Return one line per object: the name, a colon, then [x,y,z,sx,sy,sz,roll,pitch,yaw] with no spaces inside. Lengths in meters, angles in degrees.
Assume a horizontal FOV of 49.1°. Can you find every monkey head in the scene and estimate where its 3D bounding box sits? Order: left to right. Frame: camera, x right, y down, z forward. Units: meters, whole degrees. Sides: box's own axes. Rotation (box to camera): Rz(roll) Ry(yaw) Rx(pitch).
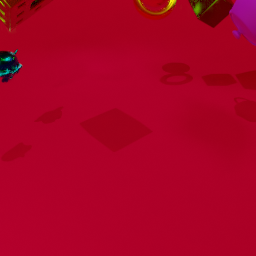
monkey head: [-2.864,-1.418,6.468,0.612,0.731,1.016,53,50,-5]

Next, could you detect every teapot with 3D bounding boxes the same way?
teapot: [2.597,-2.169,5.661,0.953,1.210,1.946,-39,33,18]

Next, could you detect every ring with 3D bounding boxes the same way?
ring: [0.723,-3.523,7.558,1.201,1.201,0.240,-2,2,-3]

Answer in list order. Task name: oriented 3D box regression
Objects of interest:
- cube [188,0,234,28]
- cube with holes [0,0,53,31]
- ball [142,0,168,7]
cube: [2.283,-3.387,7.650,0.780,0.780,0.780,7,56,-40]
cube with holes: [-1.699,-2.418,4.158,1.173,1.173,1.173,-44,18,-15]
ball: [0.819,-4.156,8.324,1.040,1.040,1.040,0,34,0]
